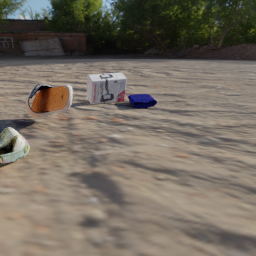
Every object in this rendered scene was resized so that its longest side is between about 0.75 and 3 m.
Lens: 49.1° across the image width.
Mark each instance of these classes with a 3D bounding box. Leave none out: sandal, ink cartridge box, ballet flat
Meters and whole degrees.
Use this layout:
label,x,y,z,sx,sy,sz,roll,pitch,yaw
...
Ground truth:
label,x,y,z,sx,sy,sz,roll,pitch,yaw
sandal,-2.648,-0.925,8.689,0.787,1.052,2.746,10,-12,-39
ink cartridge box,-0.947,-1.733,12.243,1.587,1.149,0.669,-8,38,-21
ballet flat,-2.746,0.379,5.814,0.747,0.768,2.160,40,23,13

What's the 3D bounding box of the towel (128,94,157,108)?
label,x,y,z,sx,sy,sz,roll,pitch,yaw
towel,0.582,-1.144,11.920,1.031,0.346,1.396,-4,20,-8
